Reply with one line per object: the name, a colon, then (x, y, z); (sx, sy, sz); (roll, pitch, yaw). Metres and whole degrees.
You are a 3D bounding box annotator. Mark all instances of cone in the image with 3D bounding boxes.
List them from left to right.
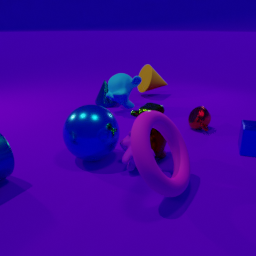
cone: (-0.844, -1.420, 10.625); (0.931, 0.934, 0.931); (-2, 40, 2)
cone: (1.225, -2.003, 12.117); (1.217, 1.213, 1.213); (10, 15, -26)

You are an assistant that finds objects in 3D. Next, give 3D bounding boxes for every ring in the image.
ring: (0.642, 0.450, 5.175); (0.328, 1.641, 1.641); (-24, 5, 35)

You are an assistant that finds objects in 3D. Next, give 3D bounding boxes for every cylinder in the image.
cylinder: (-2.961, 0.667, 5.321); (1.096, 1.096, 1.096); (12, 25, 29)

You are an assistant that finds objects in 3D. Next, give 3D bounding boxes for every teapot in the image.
teapot: (2.192, -0.295, 8.464); (0.574, 0.729, 1.172); (24, 32, -20)

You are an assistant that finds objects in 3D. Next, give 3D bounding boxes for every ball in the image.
ball: (-0.848, 0.110, 6.499); (1.309, 1.309, 1.309); (0, 21, 0)

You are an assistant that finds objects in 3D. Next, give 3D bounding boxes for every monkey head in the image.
monkey head: (-0.144, -1.316, 9.847); (1.664, 1.003, 1.197); (2, -29, 49)

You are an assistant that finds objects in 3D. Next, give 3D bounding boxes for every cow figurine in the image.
cow figurine: (0.214, 0.494, 6.170); (0.935, 0.513, 0.920); (1, 49, 32)
cow figurine: (0.518, 0.100, 6.298); (0.714, 1.302, 1.281); (17, 5, 35)

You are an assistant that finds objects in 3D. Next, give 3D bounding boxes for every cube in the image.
cube: (3.164, 0.261, 6.945); (0.707, 0.707, 0.707); (6, 22, 16)
